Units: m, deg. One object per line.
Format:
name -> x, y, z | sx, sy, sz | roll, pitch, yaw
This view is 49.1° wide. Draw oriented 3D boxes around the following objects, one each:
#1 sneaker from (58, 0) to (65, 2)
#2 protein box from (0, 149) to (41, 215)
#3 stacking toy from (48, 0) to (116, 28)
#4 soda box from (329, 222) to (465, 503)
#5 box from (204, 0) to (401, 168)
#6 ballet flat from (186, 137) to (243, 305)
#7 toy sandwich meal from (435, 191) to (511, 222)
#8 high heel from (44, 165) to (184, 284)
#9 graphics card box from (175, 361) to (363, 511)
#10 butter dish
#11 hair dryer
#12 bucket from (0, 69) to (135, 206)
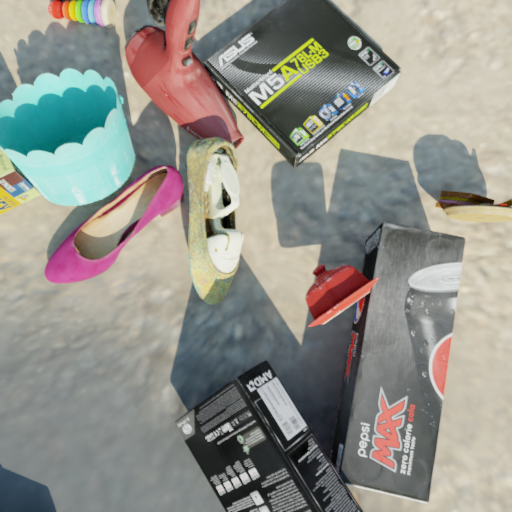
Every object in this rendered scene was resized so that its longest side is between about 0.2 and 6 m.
sneaker -> -2.707, -5.237, 10.218 | 2.417, 0.915, 1.058 | -13, 98, -5
protein box -> -4.716, -1.466, 9.034 | 1.646, 1.110, 1.634 | -28, 78, -6
stacking toy -> -3.171, -4.434, 10.110 | 1.192, 0.509, 0.509 | 8, 77, 7
soda box -> 2.064, 1.488, 8.294 | 1.328, 1.188, 3.753 | 12, 77, 3
box -> 0.794, -3.168, 9.721 | 2.482, 0.590, 2.397 | -40, 81, -9
ballet flat -> -0.581, -0.547, 8.593 | 0.920, 0.920, 2.601 | -4, 88, -1
toy sandwich meal -> 3.522, -0.806, 8.833 | 1.273, 1.273, 0.436 | 5, 88, 1
high heel -> -2.304, -0.533, 8.732 | 2.649, 1.273, 0.893 | -40, 80, -9
graphics card box -> 0.213, 3.073, 7.637 | 0.728, 1.795, 2.861 | -22, 73, -47
butter dish -> 1.057, 0.442, 7.836 | 0.963, 0.961, 0.712 | -31, 79, -24
hair dryer -> -1.330, -3.190, 8.558 | 1.059, 2.968, 3.897 | -37, 124, -11
bucket -> -2.857, -1.801, 8.626 | 1.953, 1.271, 1.953 | -4, 54, 6
